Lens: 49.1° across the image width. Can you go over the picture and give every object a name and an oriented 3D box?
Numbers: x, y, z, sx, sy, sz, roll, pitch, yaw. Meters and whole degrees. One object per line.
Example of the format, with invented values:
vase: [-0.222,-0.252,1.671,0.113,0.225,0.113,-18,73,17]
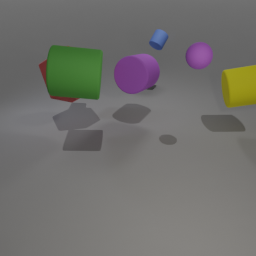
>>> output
cylinder: [1.464,-4.197,13.337,0.700,0.700,0.700,28,-6,3]
cylinder: [-1.461,-1.552,7.901,1.400,1.400,1.400,4,28,-5]
ball: [1.875,-1.903,7.387,0.700,0.700,0.700,0,29,0]
cube: [-2.132,-1.915,10.321,1.400,1.400,1.400,-25,-10,19]
cylinder: [0.370,-2.128,10.893,1.400,1.400,1.400,12,22,21]
cylinder: [4.264,-1.521,10.224,1.400,1.400,1.400,-8,28,10]
